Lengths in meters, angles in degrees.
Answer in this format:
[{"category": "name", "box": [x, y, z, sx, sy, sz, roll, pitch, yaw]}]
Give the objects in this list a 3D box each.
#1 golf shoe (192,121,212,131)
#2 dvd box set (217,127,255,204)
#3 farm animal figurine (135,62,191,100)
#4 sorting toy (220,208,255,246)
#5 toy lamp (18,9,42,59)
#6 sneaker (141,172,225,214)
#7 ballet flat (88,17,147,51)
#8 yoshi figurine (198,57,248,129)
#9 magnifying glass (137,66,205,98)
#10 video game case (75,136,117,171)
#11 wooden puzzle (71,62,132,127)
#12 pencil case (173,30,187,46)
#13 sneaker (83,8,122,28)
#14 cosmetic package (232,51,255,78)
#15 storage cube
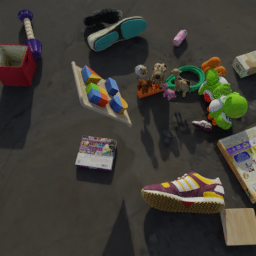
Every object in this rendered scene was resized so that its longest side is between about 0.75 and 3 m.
[{"category": "golf shoe", "box": [2.841, -0.133, 10.791, 0.779, 0.283, 0.359, 16, 58, -2]}, {"category": "dvd box set", "box": [4.573, 1.230, 9.988, 1.791, 0.360, 2.448, -20, 63, -10]}, {"category": "farm animal figurine", "box": [1.367, -2.028, 11.058, 2.017, 1.052, 1.995, 4, 35, -10]}, {"category": "sorting toy", "box": [3.529, 3.161, 8.925, 1.073, 0.376, 1.080, -1, 61, -1]}, {"category": "toy lamp", "box": [-4.441, -4.272, 12.761, 0.795, 0.795, 2.733, -16, 63, -8]}, {"category": "sneaker", "box": [1.794, 2.057, 9.302, 2.674, 1.002, 1.205, 7, 46, 3]}, {"category": "ballet flat", "box": [-0.524, -4.452, 12.783, 2.910, 0.982, 0.907, -27, 51, -15]}, {"category": "yoshi figurine", "box": [3.785, -1.358, 10.785, 1.576, 1.570, 2.804, -1, 64, -8]}, {"category": "magnifying glass", "box": [1.812, -1.843, 11.724, 2.970, 0.333, 1.182, -18, 63, -11]}, {"category": "video game case", "box": [-1.146, 0.915, 10.227, 1.311, 0.235, 1.188, 7, 62, 4]}, {"category": "wooden puzzle", "box": [-0.733, -1.103, 8.620, 0.479, 2.068, 1.915, -43, 44, 23]}, {"category": "pencil case", "box": [2.398, -4.166, 12.922, 0.379, 0.379, 0.868, 30, 66, 15]}, {"category": "sneaker", "box": [-1.168, -5.295, 13.140, 1.973, 0.744, 0.782, -1, 44, 22]}, {"category": "cosmetic package", "box": [5.424, -2.825, 12.087, 1.541, 0.548, 0.811, -20, 63, -11]}, {"category": "storage cube", "box": [-4.638, -2.562, 11.546, 1.395, 1.254, 1.193, 4, 61, 1]}]
